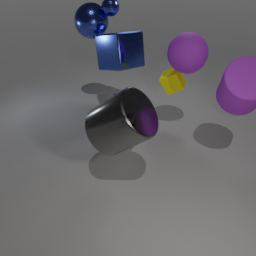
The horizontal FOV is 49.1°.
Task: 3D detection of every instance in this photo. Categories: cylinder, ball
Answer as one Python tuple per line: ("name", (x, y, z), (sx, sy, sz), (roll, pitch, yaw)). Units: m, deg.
("cylinder", (-0.162, -0.145, 7.298), (1.400, 1.400, 1.400), (-27, 13, 37))
("ball", (-1.501, -4.409, 11.529), (1.400, 1.400, 1.400), (0, 31, 0))
("cylinder", (3.551, -1.256, 8.638), (1.400, 1.400, 1.400), (-2, 74, 7))
("ball", (2.068, -2.592, 9.704), (1.400, 1.400, 1.400), (0, 31, 0))
("ball", (-0.686, -4.730, 10.945), (0.700, 0.700, 0.700), (0, 31, 0))

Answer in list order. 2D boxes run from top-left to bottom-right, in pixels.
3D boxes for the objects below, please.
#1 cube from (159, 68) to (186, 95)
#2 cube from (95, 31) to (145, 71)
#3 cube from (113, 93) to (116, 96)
("cube", (1.692, -1.791, 10.529), (0.700, 0.700, 0.700), (-17, 30, 32))
("cube", (-0.314, -3.130, 11.357), (1.400, 1.400, 1.400), (-21, 24, -40))
("cube", (-0.025, -0.669, 8.493), (0.700, 0.700, 0.700), (6, 7, 16))
